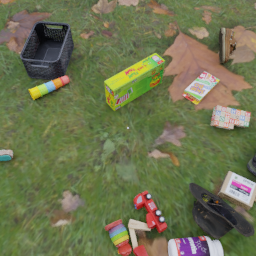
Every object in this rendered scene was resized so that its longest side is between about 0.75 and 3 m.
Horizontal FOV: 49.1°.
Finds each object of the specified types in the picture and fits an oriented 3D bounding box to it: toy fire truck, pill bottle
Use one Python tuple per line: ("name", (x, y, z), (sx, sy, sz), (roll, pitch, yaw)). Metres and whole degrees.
("toy fire truck", (0.511, 3.164, 9.185), (1.356, 0.469, 1.922), (-24, 60, -13))
("pill bottle", (2.041, 3.789, 8.536), (1.540, 0.866, 0.866), (-5, 57, -3))

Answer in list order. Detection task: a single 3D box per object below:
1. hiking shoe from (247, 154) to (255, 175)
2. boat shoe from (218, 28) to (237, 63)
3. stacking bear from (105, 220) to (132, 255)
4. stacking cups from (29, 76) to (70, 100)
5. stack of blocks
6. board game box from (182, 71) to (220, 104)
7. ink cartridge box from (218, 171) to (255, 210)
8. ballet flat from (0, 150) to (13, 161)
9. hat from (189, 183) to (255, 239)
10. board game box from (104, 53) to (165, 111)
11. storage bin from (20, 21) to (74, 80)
("hiking shoe", (5.594, 0.565, 10.281), (1.080, 1.435, 2.851), (36, 64, 21))
("boat shoe", (4.905, -4.075, 13.632), (0.805, 0.852, 2.368), (8, 58, 6))
("stacking bear", (-0.249, 3.542, 8.912), (0.605, 0.646, 1.064), (-23, 68, -14))
("stacking cups", (-3.470, -1.866, 12.403), (1.776, 0.537, 0.537), (-32, 62, -20))
("stack of blocks", (4.131, -0.360, 11.296), (1.395, 0.409, 0.803), (11, 86, -1))
("board game box", (3.266, -1.814, 12.556), (0.843, 0.265, 1.766), (37, 67, 22))
("ink cartridge box", (3.878, 2.185, 9.843), (1.130, 0.424, 0.931), (25, 62, 16))
("ballet flat", (-4.994, 1.045, 10.608), (1.346, 0.458, 0.453), (-2, 41, -2))
("hat", (2.682, 2.804, 8.859), (2.350, 2.350, 0.948), (37, 100, 21))
("board game box", (0.304, -1.966, 11.957), (2.695, 1.369, 0.642), (-32, 63, -19))
("storage bin", (-3.700, -3.636, 13.125), (1.760, 1.221, 2.604), (6, 57, 4))
